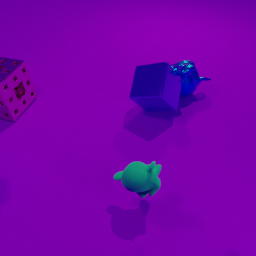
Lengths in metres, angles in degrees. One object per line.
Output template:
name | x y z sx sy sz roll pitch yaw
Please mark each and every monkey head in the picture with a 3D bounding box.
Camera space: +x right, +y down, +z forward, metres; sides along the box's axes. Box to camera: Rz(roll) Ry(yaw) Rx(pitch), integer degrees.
monkey head | 0.259 0.818 5.007 1.058 0.638 0.761 -25 24 44
monkey head | 1.534 -1.298 7.612 1.619 0.976 1.165 -25 16 -5

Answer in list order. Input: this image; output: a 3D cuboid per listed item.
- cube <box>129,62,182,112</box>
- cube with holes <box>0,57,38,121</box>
cube | 0.718 -1.002 7.070 0.916 0.916 0.916 0 71 35
cube with holes | -3.299 -1.055 7.332 1.128 1.128 1.128 11 46 15
